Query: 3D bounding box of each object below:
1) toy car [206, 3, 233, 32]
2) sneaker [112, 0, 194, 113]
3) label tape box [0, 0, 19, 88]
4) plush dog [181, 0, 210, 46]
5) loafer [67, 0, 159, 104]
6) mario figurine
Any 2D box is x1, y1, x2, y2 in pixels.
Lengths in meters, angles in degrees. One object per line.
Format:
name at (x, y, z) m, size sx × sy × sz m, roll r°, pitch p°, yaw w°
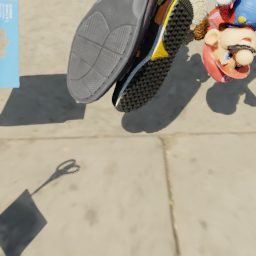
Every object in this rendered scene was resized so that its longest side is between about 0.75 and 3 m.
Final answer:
toy car at (2.519, -2.838, 5.526) m, size 2.286 × 2.151 × 0.510 m, roll -8°, pitch 46°, yaw 6°
sneaker at (0.247, -1.325, 4.959) m, size 0.971 × 0.755 × 2.158 m, roll 38°, pitch 102°, yaw 39°
label tape box at (-3.058, -1.517, 4.466) m, size 2.367 × 0.749 × 1.707 m, roll -3°, pitch 81°, yaw -8°
plush dog at (1.002, -2.403, 5.798) m, size 1.295 × 1.614 × 1.386 m, roll -36°, pitch 21°, yaw -28°
loafer at (0.003, -1.658, 4.181) m, size 1.056 × 2.938 × 0.925 m, roll 38°, pitch 26°, yaw 25°
mario figurine at (2.029, -1.664, 4.428) m, size 1.457 × 2.360 × 1.251 m, roll 32°, pitch 43°, yaw 15°
